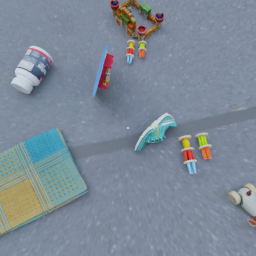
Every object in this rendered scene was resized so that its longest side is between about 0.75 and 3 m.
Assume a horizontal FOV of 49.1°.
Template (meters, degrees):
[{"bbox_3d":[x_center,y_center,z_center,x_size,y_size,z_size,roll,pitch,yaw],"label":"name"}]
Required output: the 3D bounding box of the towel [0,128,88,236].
[{"bbox_3d":[-2.892,1.498,7.846,2.999,0.325,2.200,-26,73,-7],"label":"towel"}]

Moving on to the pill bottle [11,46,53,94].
[{"bbox_3d":[-2.994,-1.770,8.682,0.803,0.803,1.343,23,74,7],"label":"pill bottle"}]

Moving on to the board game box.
[{"bbox_3d":[-0.630,-1.603,7.987,0.369,1.897,1.499,14,97,-12],"label":"board game box"}]

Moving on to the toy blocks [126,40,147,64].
[{"bbox_3d":[0.268,-2.456,9.180,0.667,0.291,0.800,5,71,2],"label":"toy blocks"}]

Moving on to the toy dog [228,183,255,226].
[{"bbox_3d":[3.393,2.123,7.405,1.466,0.706,0.967,39,76,12],"label":"toy dog"}]

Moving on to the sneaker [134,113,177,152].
[{"bbox_3d":[0.783,0.186,8.119,1.488,0.577,0.593,-42,82,-7],"label":"sneaker"}]

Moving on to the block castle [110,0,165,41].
[{"bbox_3d":[0.277,-3.853,9.385,1.136,0.797,1.700,-39,76,-12],"label":"block castle"}]

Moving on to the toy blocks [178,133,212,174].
[{"bbox_3d":[1.994,0.738,8.043,0.904,0.394,1.085,-8,71,-2],"label":"toy blocks"}]
